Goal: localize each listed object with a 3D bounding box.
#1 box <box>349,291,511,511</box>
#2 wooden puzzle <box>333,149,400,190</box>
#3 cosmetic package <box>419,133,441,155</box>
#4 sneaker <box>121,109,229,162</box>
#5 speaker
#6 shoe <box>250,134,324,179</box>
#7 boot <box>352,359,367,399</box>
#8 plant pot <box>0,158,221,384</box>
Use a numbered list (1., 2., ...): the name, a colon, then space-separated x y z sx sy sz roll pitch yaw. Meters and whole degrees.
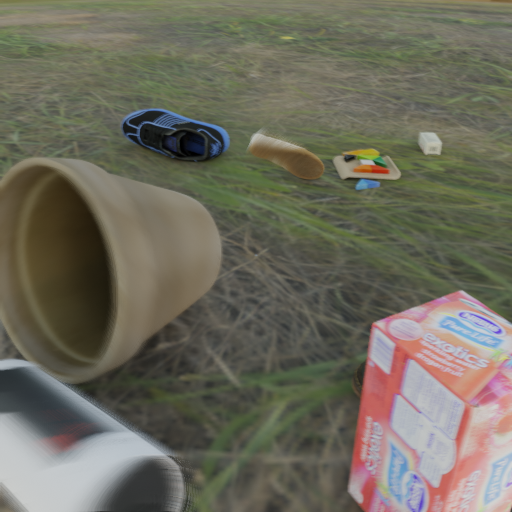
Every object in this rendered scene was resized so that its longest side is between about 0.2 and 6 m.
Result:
1. box: 1.581 1.526 4.737 1.006 2.125 1.090 -15 34 -24
2. wooden puzzle: 2.467 -2.045 12.651 1.405 0.243 2.082 -5 31 -9
3. cosmetic package: 4.270 -2.759 13.776 0.382 0.322 0.739 2 31 4
4. sneaker: -2.090 -2.859 13.294 2.798 0.981 1.090 11 25 16
5. speaker: -1.764 1.765 5.022 2.467 1.002 1.002 14 32 43
6. shoe: 0.676 -2.177 12.050 1.744 0.610 0.466 21 29 -19
7. boot: 2.781 1.122 5.881 3.419 1.657 1.277 8 31 13
8. plant pot: -1.730 0.038 7.262 2.630 2.630 2.282 23 21 33
